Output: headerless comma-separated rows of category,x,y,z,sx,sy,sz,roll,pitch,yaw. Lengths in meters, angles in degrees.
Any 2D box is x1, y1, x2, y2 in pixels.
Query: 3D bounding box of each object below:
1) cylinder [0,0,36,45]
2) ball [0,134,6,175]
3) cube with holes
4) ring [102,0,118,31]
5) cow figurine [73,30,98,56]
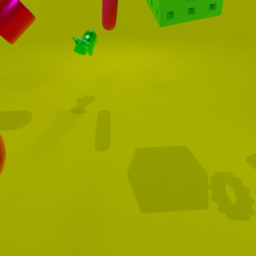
cylinder,-3.509,-3.246,8.277,1.102,1.102,1.102,-48,43,-1
ball,-1.714,0.280,2.784,0.922,0.922,0.922,0,31,0
cube with holes,1.170,-3.280,6.051,1.390,1.390,1.390,-12,48,-3
ring,-0.477,-3.798,7.821,0.410,2.048,2.048,4,31,-5
cow figurine,-1.381,-2.858,9.267,0.624,1.118,1.136,21,74,4
